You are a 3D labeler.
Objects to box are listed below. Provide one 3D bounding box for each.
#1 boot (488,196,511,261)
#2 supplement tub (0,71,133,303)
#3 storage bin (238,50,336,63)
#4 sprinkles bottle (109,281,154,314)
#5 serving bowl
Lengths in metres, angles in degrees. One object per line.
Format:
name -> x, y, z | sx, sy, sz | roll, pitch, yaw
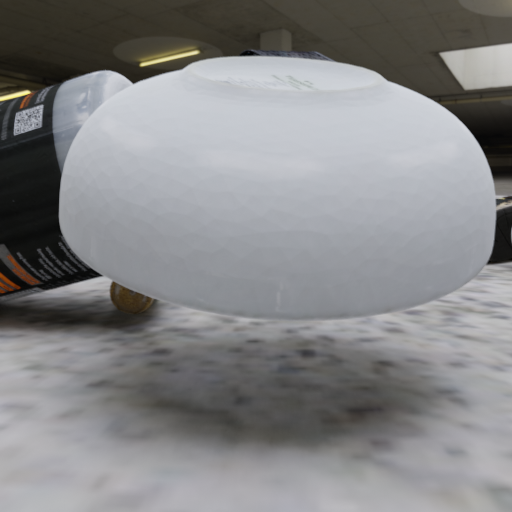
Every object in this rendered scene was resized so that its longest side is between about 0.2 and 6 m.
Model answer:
boot -> 3.711, -0.521, 9.249 | 2.798, 1.024, 2.107 | -12, 13, -34
supplement tub -> -2.150, -0.452, 4.901 | 2.690, 1.648, 1.648 | -13, 6, 9
storage bin -> 0.979, -1.704, 8.799 | 1.497, 2.158, 3.192 | -14, 43, -38
sprinkles bottle -> -1.112, 0.243, 5.525 | 0.413, 0.413, 1.209 | 0, 8, -2
serving bowl -> 0.126, -0.625, 3.125 | 2.417, 0.795, 2.417 | 2, 28, -1
